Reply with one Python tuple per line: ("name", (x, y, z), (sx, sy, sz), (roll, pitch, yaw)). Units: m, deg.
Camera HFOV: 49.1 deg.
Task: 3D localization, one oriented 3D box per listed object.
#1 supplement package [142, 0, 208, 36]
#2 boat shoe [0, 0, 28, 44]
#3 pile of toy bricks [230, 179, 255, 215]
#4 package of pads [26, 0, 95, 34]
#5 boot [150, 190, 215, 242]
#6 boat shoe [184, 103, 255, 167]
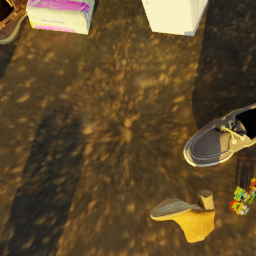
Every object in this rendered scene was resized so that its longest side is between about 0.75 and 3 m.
("supplement package", (1.410, -3.706, 7.291), (1.252, 1.256, 2.142), (17, 73, 24))
("boat shoe", (-3.315, -3.468, 7.943), (0.796, 0.747, 2.211), (12, 70, 4))
("pile of toy bricks", (2.616, 1.495, 6.351), (0.437, 0.491, 0.885), (28, 88, 39))
("package of pads", (-1.852, -3.857, 8.086), (1.724, 0.761, 2.232), (7, 69, 1))
("boot", (1.176, 1.933, 5.724), (1.446, 0.509, 1.035), (-14, 111, -16))
("boat shoe", (2.587, 0.051, 6.615), (2.729, 0.812, 0.980), (-23, 72, -8))
